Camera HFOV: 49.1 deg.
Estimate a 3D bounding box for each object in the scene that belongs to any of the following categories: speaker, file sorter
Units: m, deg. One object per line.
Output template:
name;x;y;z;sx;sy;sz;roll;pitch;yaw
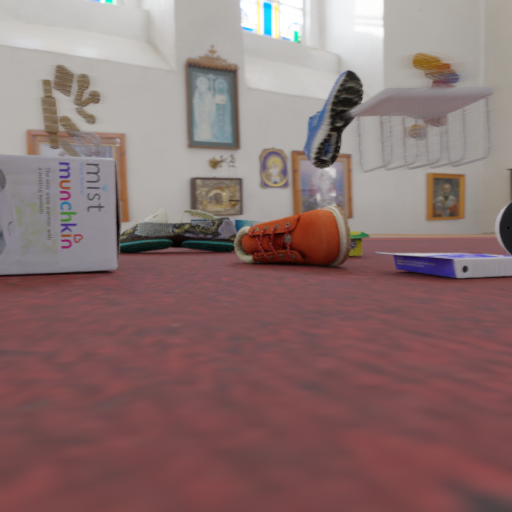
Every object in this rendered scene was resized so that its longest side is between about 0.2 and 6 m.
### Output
speaker;4.347;-0.431;8.827;1.082;1.082;2.664;1;3;23
file sorter;2.987;-2.230;10.112;2.020;1.258;1.402;-5;2;-13

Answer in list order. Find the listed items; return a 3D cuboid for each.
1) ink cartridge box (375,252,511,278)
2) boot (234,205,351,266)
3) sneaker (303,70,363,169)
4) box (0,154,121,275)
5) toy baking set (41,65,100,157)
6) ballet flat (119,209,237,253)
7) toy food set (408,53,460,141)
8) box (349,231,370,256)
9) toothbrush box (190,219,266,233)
ink cartridge box;2.124;0.092;6.350;1.152;0.250;1.141;1;2;-19
boot;0.461;-0.189;7.858;1.177;0.824;2.196;-8;0;-22
sneaker;1.821;-3.562;14.358;0.983;2.502;1.115;11;22;-35
box;-3.383;-0.548;7.283;2.600;1.425;2.946;-1;3;-27
toy baking set;-4.115;-2.956;12.401;1.879;2.448;0.285;13;20;36
ballet flat;-1.727;-0.539;11.905;2.706;0.973;0.973;-1;3;-16
toy food set;3.629;-3.153;11.292;0.859;1.800;0.810;-22;38;-24
box;1.076;-0.247;10.735;1.264;0.521;2.154;-1;0;-26
toothbrush box;-0.661;-0.548;14.126;1.295;0.754;1.768;2;2;27
